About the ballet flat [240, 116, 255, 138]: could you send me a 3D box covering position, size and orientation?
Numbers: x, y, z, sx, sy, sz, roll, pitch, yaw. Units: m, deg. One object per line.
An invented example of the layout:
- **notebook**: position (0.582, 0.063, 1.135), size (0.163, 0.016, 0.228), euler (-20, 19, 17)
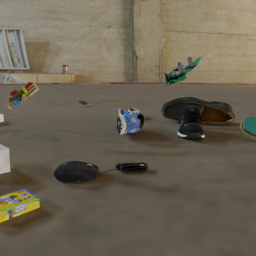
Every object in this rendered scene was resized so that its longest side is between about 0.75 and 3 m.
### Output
- **ballet flat**: position (4.661, 0.088, 8.760), size (2.357, 0.809, 0.743), euler (4, -16, 6)

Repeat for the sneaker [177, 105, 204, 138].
- **sneaker**: position (2.061, -0.263, 9.356), size (0.830, 0.960, 2.193), euler (1, 12, 6)

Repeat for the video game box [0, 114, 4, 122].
- **video game box**: position (-6.170, -0.372, 11.367), size (1.570, 0.368, 1.431), euler (6, 11, 28)

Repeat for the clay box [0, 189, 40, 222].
- **clay box**: position (-1.841, 1.191, 4.245), size (0.480, 0.199, 0.836), euler (10, 15, 43)

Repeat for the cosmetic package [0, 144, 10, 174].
- **cosmetic package**: position (-3.095, 0.666, 5.898), size (0.895, 0.550, 0.893), euler (-11, 16, -41)

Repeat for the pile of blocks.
- **pile of blocks**: position (-2.789, -0.848, 7.180), size (1.113, 0.346, 0.457), euler (-31, 26, 17)

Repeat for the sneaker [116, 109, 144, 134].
- **sneaker**: position (0.070, -0.184, 9.540), size (0.893, 0.786, 2.002), euler (3, 13, -7)

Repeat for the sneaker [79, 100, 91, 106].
- **sneaker**: position (-2.618, -1.469, 16.748), size (0.854, 0.319, 0.344), euler (7, 14, 28)

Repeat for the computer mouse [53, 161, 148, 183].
- **computer mouse**: position (-0.524, 0.808, 5.779), size (1.967, 0.335, 0.576), euler (-4, 11, -20)

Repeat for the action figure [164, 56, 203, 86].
- **action figure**: position (1.885, -2.132, 11.021), size (1.425, 0.660, 2.412), euler (-39, 4, -9)

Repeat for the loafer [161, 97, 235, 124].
- **loafer**: position (2.789, -0.648, 11.195), size (2.886, 1.050, 1.043), euler (0, 16, 6)

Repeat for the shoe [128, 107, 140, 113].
- **shoe**: position (0.245, -0.667, 12.687), size (0.521, 0.398, 1.491), euler (-3, 12, -13)
